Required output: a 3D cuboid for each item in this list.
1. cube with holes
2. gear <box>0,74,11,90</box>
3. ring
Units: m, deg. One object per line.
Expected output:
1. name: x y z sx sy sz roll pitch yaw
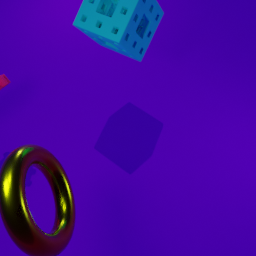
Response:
1. cube with holes: -0.186 -2.630 6.730 1.339 1.339 1.339 28 96 23
2. gear: -3.420 -0.784 6.632 1.330 1.330 0.246 -44 111 -22
3. ring: -1.338 1.095 4.358 0.352 1.760 1.760 -19 60 11
